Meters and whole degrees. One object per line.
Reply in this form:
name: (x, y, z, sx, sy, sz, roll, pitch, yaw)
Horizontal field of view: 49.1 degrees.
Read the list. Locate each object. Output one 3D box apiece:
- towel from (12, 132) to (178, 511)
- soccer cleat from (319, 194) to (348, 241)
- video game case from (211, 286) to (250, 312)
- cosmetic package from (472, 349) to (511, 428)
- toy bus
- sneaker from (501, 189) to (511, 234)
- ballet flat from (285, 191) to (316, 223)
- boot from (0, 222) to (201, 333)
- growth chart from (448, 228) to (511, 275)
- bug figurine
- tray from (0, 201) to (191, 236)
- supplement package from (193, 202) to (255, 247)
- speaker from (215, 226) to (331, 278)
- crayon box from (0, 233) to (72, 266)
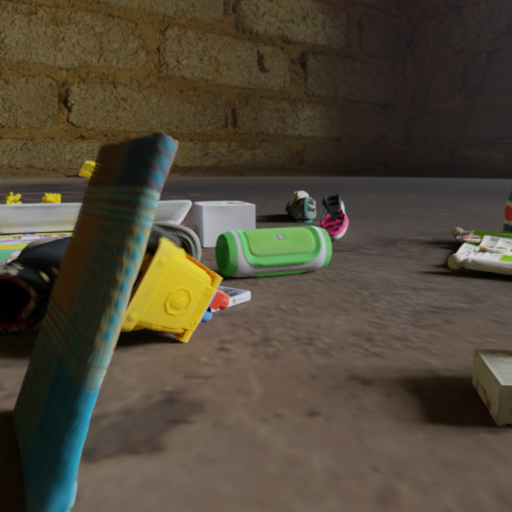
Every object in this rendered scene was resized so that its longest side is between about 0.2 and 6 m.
towel: (-1.014, 0.278, 3.351, 0.219, 2.016, 1.479, 18, 0, -28)
soccer cleat: (1.778, -0.715, 12.743, 0.640, 0.791, 1.833, -3, 33, 10)
video game case: (-0.871, 0.523, 6.966, 1.205, 0.139, 1.098, 6, 12, 37)
cosmetic package: (1.842, 0.948, 4.068, 0.372, 0.314, 0.719, 1, 11, 9)
toy bus: (-1.029, 0.223, 5.785, 1.438, 1.016, 1.498, 26, 2, -42)
sneaker: (6.427, -0.845, 11.119, 2.906, 1.359, 1.023, 6, 11, 34)
ballet flat: (1.332, -1.495, 16.359, 0.893, 0.893, 2.407, -1, 10, -6)
boot: (-1.911, 0.242, 6.384, 2.375, 0.857, 1.794, -5, 15, 6)
growth chart: (4.637, -0.023, 9.594, 2.651, 0.325, 3.663, 5, 12, 21)
bug figurine: (-4.160, -1.002, 10.646, 4.056, 1.044, 3.146, -2, -16, -26)
tray: (-3.139, -0.478, 10.400, 3.666, 0.407, 1.968, -3, -13, -18)
supplement package: (-0.678, -0.680, 11.636, 1.105, 0.850, 1.155, -3, 9, -15)
speaker: (0.269, -0.073, 8.578, 1.696, 0.750, 0.750, -4, 11, -23)
crayon box: (-3.571, -0.021, 8.929, 1.724, 0.503, 1.488, -4, 11, -23)
